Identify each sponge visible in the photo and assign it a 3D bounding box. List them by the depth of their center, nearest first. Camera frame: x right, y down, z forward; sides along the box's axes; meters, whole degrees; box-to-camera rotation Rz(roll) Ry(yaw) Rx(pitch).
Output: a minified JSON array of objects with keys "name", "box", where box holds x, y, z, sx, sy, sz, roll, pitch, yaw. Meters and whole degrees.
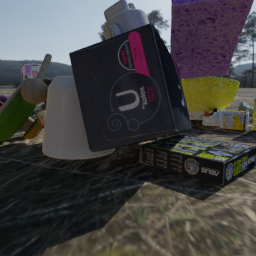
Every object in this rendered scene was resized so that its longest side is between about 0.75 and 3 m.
[{"name":"sponge","box":[1.740,-2.001,6.457,1.529,0.409,2.741,-4,-23,6]}]

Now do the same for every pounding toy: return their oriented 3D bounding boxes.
[{"name":"pounding toy","box":[-2.504,-0.377,7.096,2.541,1.179,1.961,-39,25,23]}]

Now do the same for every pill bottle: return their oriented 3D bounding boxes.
[{"name":"pill bottle","box":[3.212,-0.258,8.778,1.045,0.585,0.585,6,12,25]}]

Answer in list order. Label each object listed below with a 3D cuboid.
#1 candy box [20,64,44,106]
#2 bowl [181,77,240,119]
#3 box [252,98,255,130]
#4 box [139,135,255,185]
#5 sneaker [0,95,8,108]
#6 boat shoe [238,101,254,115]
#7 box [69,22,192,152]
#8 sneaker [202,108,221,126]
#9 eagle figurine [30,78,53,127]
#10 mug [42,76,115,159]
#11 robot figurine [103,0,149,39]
[{"name":"candy box","box":[-4.941,-2.141,14.534,0.954,2.236,2.666,-5,11,-24]},{"name":"bowl","box":[2.687,-1.020,10.331,2.580,1.388,2.580,4,1,0]},{"name":"box","box":[4.936,-0.563,9.262,0.697,1.046,2.780,10,13,42]},{"name":"box","box":[1.277,0.500,5.184,1.699,0.376,1.361,9,14,42]},{"name":"sneaker","box":[-7.060,-1.214,13.789,2.238,0.884,1.068,-4,22,-14]},{"name":"boat shoe","box":[5.301,-0.829,12.545,0.443,0.514,1.429,19,19,3]},{"name":"box","box":[0.281,-0.595,5.545,1.495,1.723,2.818,-14,-3,17]},{"name":"sneaker","box":[3.219,-0.382,9.488,1.405,0.595,0.511,-1,9,-15]},{"name":"eagle figurine","box":[-2.700,-0.725,9.540,1.388,1.396,1.840,-39,0,-9]},{"name":"mug","box":[-1.253,-0.332,6.248,1.996,1.639,1.599,7,13,33]},{"name":"robot figurine","box":[0.134,-2.521,8.447,1.399,2.478,2.101,-21,-2,34]}]
